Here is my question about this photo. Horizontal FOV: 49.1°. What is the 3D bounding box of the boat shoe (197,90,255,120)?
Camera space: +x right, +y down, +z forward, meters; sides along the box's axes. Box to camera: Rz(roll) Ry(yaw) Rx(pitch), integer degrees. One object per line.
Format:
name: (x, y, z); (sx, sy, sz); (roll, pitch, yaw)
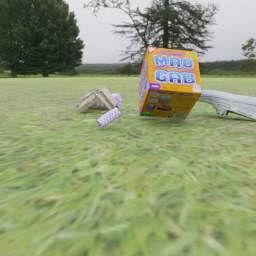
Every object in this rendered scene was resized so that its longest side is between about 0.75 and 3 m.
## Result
boat shoe: (3.437, -0.803, 9.911); (2.501, 0.835, 0.920); (14, 3, 38)

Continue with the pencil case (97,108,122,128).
pencil case: (-0.561, -0.304, 8.269); (0.762, 0.320, 0.326); (-32, 1, -17)

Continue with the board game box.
board game box: (1.295, -1.421, 9.209); (1.627, 1.626, 1.626); (5, -27, -7)

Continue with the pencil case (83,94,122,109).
pencil case: (-1.077, -1.179, 12.015); (1.633, 0.685, 0.698); (1, -28, 16)

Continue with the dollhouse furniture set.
dollhouse furniture set: (-1.397, -0.771, 11.106); (1.748, 0.854, 1.491); (-32, 20, 23)
